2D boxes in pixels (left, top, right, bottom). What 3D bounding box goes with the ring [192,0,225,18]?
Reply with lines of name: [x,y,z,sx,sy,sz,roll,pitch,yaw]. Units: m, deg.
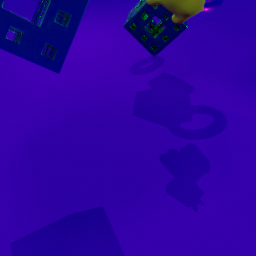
ring: [1.453,-3.205,6.472,1.663,0.333,1.663,6,62,-11]

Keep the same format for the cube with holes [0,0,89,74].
cube with holes: [-1.362,-1.592,3.629,1.245,1.245,1.245,21,6,-30]

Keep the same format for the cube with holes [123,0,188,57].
cube with holes: [0.725,-2.790,7.221,1.113,1.113,1.113,39,34,-21]

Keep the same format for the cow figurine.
cow figurine: [0.928,-2.606,5.004,1.451,1.475,0.810,4,68,65]
